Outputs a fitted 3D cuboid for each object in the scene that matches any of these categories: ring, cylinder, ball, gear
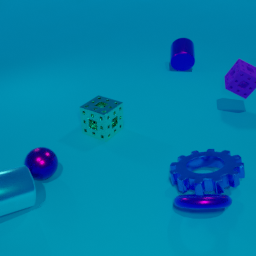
[{"bbox_3d":[1.415,1.388,5.332,1.073,0.215,1.073,-2,-10,0],"label":"ring"},{"bbox_3d":[2.339,-3.149,12.017,1.021,1.021,1.021,3,54,5],"label":"cylinder"},{"bbox_3d":[-1.935,0.788,6.262,0.731,0.731,0.731,0,32,0],"label":"ball"},{"bbox_3d":[1.699,0.911,6.108,1.541,0.285,1.541,-12,18,4],"label":"gear"},{"bbox_3d":[-2.341,1.222,5.426,0.847,0.847,0.847,-11,32,-36],"label":"cylinder"}]

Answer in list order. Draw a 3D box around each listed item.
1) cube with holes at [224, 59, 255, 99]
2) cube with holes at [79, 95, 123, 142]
[{"bbox_3d":[3.414,-1.468,8.356,0.720,0.720,0.720,25,43,-6],"label":"cube with holes"},{"bbox_3d":[-0.725,-0.281,7.907,0.861,0.861,0.861,18,37,26],"label":"cube with holes"}]
